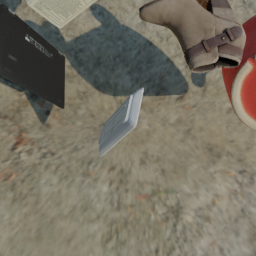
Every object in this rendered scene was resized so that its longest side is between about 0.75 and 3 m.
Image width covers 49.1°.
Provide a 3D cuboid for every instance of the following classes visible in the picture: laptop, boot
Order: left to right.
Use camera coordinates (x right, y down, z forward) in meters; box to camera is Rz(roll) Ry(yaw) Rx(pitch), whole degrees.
[{"bbox_3d":[-2.568,-1.703,6.402,1.322,2.136,2.281,-10,71,20],"label":"laptop"},{"bbox_3d":[1.115,-1.618,4.929,1.816,0.638,1.328,-4,76,10],"label":"boot"}]

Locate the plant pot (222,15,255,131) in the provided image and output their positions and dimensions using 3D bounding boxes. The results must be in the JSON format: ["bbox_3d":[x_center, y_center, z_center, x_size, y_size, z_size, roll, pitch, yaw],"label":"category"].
[{"bbox_3d":[2.991,-1.052,5.578,2.390,2.390,2.115,23,34,12],"label":"plant pot"}]

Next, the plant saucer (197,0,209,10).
[{"bbox_3d":[1.956,-3.136,7.135,1.059,1.059,0.194,20,30,10],"label":"plant saucer"}]

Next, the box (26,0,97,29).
[{"bbox_3d":[-0.987,-3.221,5.727,2.278,1.082,0.886,-30,69,17],"label":"box"}]

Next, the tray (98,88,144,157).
[{"bbox_3d":[-0.223,-0.087,5.672,0.187,1.687,0.906,23,57,-18],"label":"tray"}]
